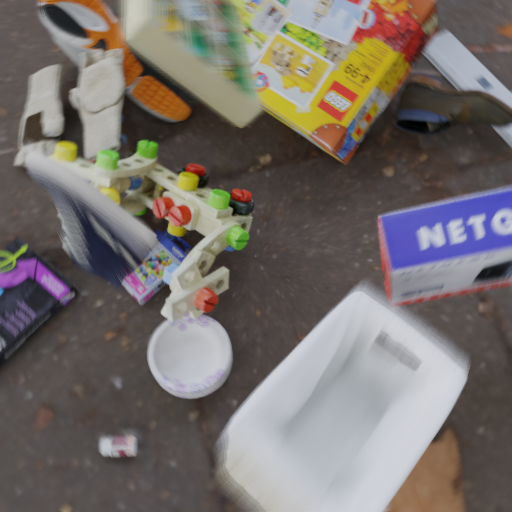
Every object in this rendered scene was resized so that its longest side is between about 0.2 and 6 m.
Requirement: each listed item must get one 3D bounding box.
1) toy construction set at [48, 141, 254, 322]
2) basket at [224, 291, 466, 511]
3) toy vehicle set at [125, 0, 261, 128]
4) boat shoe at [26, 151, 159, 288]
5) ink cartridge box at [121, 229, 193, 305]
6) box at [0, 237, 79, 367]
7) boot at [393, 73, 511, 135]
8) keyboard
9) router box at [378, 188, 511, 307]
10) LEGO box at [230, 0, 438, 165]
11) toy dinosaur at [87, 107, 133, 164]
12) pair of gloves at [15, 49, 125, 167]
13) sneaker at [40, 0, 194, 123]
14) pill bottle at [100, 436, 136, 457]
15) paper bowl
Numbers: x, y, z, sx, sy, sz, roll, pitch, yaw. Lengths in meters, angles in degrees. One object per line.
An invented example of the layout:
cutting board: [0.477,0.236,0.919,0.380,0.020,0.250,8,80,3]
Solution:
toy construction set: [-1.553,-0.686,9.530,2.506,1.761,3.823,-14,52,-49]
basket: [0.828,1.694,5.699,1.474,1.341,2.174,39,53,17]
toy vehicle set: [-0.920,-3.335,7.965,0.407,1.909,3.072,-37,42,28]
boat shoe: [-2.214,-0.383,7.097,1.985,0.741,0.920,39,78,-30]
ink cartridge box: [-1.851,0.118,10.243,0.843,0.297,1.413,41,69,18]
box: [-4.463,0.891,9.788,1.562,0.394,2.185,36,70,16]
boot: [4.000,-2.811,11.472,2.378,0.888,1.153,26,78,21]
keyboard: [4.865,-3.699,12.221,0.933,0.177,3.316,-25,66,-17]
router box: [3.096,-0.116,7.299,2.893,2.596,0.707,-12,74,11]
LEGO box: [0.870,-4.298,10.944,4.181,1.613,3.113,38,101,17]
toy dinosaur: [-3.067,-2.487,11.067,0.842,1.603,1.454,-12,33,11]
pair of gloves: [-3.645,-2.891,10.935,2.663,0.467,2.264,-4,77,28]
sneaker: [-2.816,-4.070,11.806,3.547,1.632,1.343,41,77,-7]
pill bottle: [-2.163,2.995,8.801,0.505,0.288,0.288,-2,64,-2]
paper bowl: [-1.068,1.669,9.228,1.337,0.695,1.337,0,64,0]
